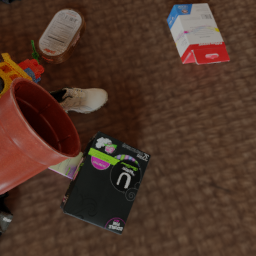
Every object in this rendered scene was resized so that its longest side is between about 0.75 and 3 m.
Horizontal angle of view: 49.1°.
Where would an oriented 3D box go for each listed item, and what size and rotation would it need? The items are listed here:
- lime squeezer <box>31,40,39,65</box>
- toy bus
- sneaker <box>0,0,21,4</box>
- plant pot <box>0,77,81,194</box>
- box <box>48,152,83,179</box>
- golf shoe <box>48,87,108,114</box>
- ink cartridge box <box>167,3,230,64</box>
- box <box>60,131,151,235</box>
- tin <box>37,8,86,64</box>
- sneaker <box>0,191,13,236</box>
[{"bbox_3d":[-3.044,-2.237,9.189,0.227,0.426,1.206,0,104,-17],"label":"lime squeezer"},{"bbox_3d":[-3.750,-1.518,8.491,2.216,1.504,2.127,41,64,14],"label":"toy bus"},{"bbox_3d":[-4.437,-4.685,9.853,1.445,0.547,0.633,-13,79,-4],"label":"sneaker"},{"bbox_3d":[-2.933,0.373,7.291,2.371,2.438,2.438,-35,75,10],"label":"plant pot"},{"bbox_3d":[-1.792,0.968,8.172,0.894,0.432,0.786,22,74,7],"label":"box"},{"bbox_3d":[-1.577,-0.888,8.477,1.955,0.950,0.765,-12,71,-5],"label":"golf shoe"},{"bbox_3d":[2.244,-2.881,9.043,1.280,0.741,2.203,-10,73,-17],"label":"ink cartridge box"},{"bbox_3d":[-0.620,1.421,7.389,1.579,1.321,2.126,26,75,-11],"label":"box"},{"bbox_3d":[-2.240,-3.146,9.454,1.165,0.436,2.081,22,75,11],"label":"tin"},{"bbox_3d":[-3.612,2.642,7.506,1.006,0.739,2.224,-7,71,1],"label":"sneaker"}]
